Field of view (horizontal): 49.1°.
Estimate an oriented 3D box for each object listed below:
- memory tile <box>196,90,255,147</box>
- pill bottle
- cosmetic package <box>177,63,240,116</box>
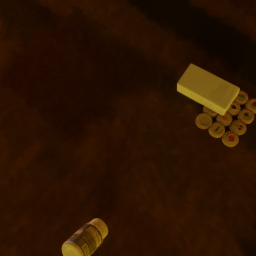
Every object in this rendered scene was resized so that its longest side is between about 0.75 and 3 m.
[{"bbox_3d":[2.765,-0.411,7.677,1.291,0.141,1.684,37,74,13],"label":"memory tile"},{"bbox_3d":[-0.904,2.447,6.105,0.568,0.568,0.999,40,32,14],"label":"pill bottle"},{"bbox_3d":[2.133,-1.038,7.552,1.460,0.541,0.742,33,82,18],"label":"cosmetic package"}]
